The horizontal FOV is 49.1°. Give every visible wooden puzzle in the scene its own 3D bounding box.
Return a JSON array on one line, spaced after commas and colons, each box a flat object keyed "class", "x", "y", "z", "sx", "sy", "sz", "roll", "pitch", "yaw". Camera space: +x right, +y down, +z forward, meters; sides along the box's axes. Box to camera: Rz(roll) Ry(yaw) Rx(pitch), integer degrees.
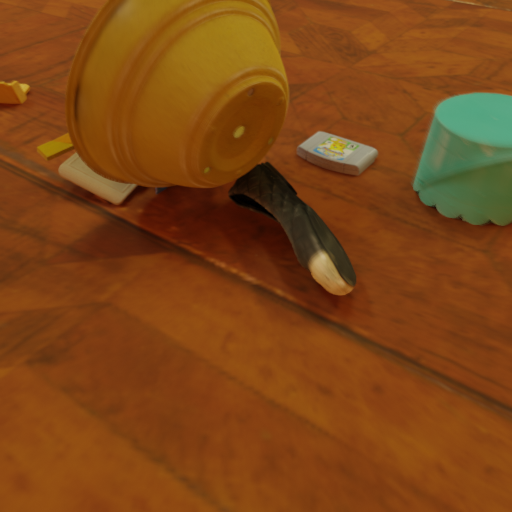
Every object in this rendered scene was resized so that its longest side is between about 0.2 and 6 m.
[{"class": "wooden puzzle", "x": -2.492, "y": -1.509, "z": 9.500, "sx": 2.077, "sy": 0.243, "sz": 1.401, "roll": 32, "pitch": 51, "yaw": 8}]

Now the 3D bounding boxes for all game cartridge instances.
[{"class": "game cartridge", "x": 1.451, "y": -1.876, "z": 10.247, "sx": 1.305, "sy": 0.264, "sz": 0.870, "roll": 24, "pitch": 49, "yaw": 27}]

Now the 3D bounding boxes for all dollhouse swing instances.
[{"class": "dollhouse swing", "x": -5.452, "y": -3.714, "z": 12.152, "sx": 0.821, "sy": 0.746, "sz": 0.722, "roll": 4, "pitch": 61, "yaw": 6}]

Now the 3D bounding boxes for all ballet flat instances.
[{"class": "ballet flat", "x": 0.501, "y": -0.365, "z": 8.098, "sx": 0.881, "sy": 1.031, "sz": 3.101, "roll": -41, "pitch": 40, "yaw": 6}]

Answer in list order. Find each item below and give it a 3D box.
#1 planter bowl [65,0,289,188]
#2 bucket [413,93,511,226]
[{"class": "planter bowl", "x": -0.648, "y": -2.108, "z": 7.930, "sx": 3.669, "sy": 3.669, "sz": 1.528, "roll": -31, "pitch": 61, "yaw": -32}, {"class": "bucket", "x": 3.682, "y": -1.606, "z": 9.006, "sx": 2.106, "sy": 1.371, "sz": 2.106, "roll": -2, "pitch": 41, "yaw": 1}]
